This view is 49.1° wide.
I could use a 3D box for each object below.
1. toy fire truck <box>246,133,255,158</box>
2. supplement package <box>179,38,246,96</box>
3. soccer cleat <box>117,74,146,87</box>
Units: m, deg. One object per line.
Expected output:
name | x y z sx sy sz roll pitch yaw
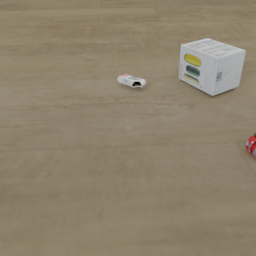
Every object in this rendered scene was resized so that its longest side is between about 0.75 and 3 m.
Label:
toy fire truck | 4.423 0.591 7.383 2.107 0.513 1.486 -14 43 -13
supplement package | 3.091 -2.355 10.570 1.419 1.430 1.884 -20 38 -24
soccer cleat | 0.107 -1.750 10.571 1.152 0.395 0.491 11 39 15
